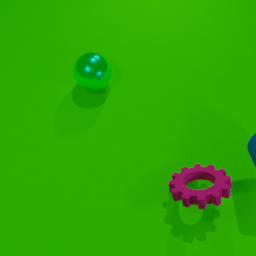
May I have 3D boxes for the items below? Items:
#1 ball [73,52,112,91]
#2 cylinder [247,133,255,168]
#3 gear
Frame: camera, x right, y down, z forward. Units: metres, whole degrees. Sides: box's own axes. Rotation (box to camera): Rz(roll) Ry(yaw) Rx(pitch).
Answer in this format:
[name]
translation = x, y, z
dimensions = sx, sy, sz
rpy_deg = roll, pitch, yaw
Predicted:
[ball]
translation = -0.938, -1.482, 7.383
dimensions = 1.026, 1.026, 1.026
rpy_deg = 0, 57, 0
[cylinder]
translation = 2.913, 0.589, 5.334
dimensions = 0.959, 0.959, 0.959
rpy_deg = -1, 41, -1
[gear]
translation = 1.424, 1.125, 5.573
dimensions = 1.190, 0.220, 1.190
rpy_deg = -11, 23, 5
